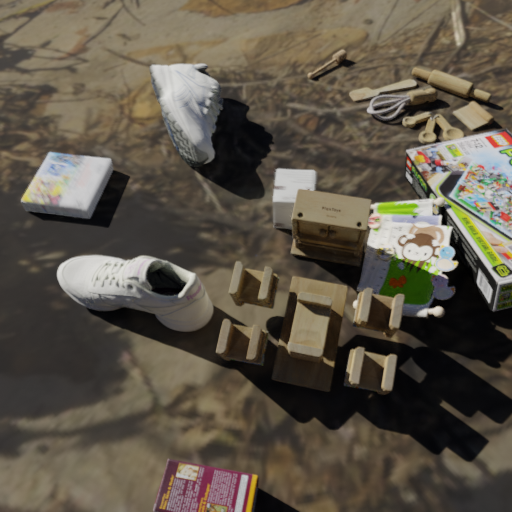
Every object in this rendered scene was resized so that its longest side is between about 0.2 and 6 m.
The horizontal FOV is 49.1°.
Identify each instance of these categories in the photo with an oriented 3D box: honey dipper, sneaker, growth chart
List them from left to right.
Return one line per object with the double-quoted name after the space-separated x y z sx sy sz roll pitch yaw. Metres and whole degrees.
-1.922 0.324 8.692 2.592 1.291 0.970 12 56 11 "sneaker"
-1.283 -3.082 11.435 1.373 1.174 3.152 -17 53 -4 "sneaker"
1.668 -4.532 13.322 1.243 0.236 0.236 -37 60 -23 "honey dipper"
2.413 -0.015 9.114 1.678 0.206 2.319 -7 54 33 "growth chart"

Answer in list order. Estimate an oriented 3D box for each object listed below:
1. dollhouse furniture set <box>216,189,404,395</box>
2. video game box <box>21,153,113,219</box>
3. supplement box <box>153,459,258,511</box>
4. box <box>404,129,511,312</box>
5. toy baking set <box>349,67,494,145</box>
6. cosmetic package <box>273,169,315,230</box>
0.936 0.646 8.607 2.393 1.814 2.730 10 74 8 "dollhouse furniture set"
-3.568 -1.360 10.677 1.277 0.328 1.401 9 51 4 "video game box"
-0.605 3.033 7.001 1.180 0.506 0.651 8 51 6 "supplement box"
4.135 -0.795 9.503 2.028 0.640 3.686 -13 43 -1 "box"
3.686 -3.433 12.334 2.956 0.344 2.269 34 58 24 "toy baking set"
0.691 -1.020 10.134 0.711 0.712 0.862 2 51 6 "cosmetic package"
